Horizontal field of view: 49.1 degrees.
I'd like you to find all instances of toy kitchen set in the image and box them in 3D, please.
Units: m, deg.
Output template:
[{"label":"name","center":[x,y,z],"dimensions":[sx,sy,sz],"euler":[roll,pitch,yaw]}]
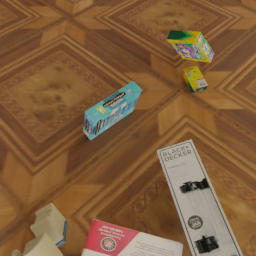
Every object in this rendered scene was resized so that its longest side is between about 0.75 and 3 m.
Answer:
[{"label":"toy kitchen set","center":[-2.196,2.888,5.701],"dimensions":[2.152,1.268,1.724],"euler":[-31,15,-2]}]

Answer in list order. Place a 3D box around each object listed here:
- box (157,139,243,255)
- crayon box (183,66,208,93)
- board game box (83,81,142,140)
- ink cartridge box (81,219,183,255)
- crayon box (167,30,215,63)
[{"label":"box","center":[1.484,1.802,5.934],"dimensions":[0.824,1.598,2.739],"euler":[-19,53,4]},{"label":"crayon box","center":[2.202,-1.620,9.262],"dimensions":[0.549,0.220,0.865],"euler":[-15,66,-10]},{"label":"board game box","center":[-0.465,-0.473,7.832],"dimensions":[1.656,1.250,0.389],"euler":[-35,77,-24]},{"label":"ink cartridge box","center":[-0.141,3.250,5.156],"dimensions":[1.820,1.060,2.514],"euler":[13,59,6]},{"label":"crayon box","center":[2.011,-2.601,8.927],"dimensions":[1.087,1.260,0.367],"euler":[20,84,40]}]
